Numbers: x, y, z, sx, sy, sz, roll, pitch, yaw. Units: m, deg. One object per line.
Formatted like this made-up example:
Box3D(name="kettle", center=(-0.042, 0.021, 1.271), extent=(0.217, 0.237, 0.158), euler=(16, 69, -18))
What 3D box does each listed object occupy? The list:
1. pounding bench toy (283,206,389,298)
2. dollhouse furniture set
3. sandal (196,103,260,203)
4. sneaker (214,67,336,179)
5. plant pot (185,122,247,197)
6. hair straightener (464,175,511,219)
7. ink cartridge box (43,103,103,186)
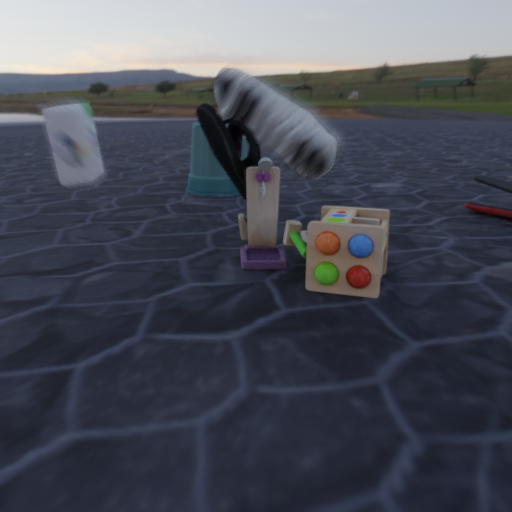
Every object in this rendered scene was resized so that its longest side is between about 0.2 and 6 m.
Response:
Box3D(name="pounding bench toy", center=(0.968, -0.094, 7.586), extent=(1.514, 0.941, 1.181), euler=(5, 18, 17))
Box3D(name="dollhouse furniture set", center=(0.831, -0.816, 8.780), extent=(2.201, 1.562, 1.744), euler=(0, 19, -3))
Box3D(name="sandal", center=(-0.247, -1.574, 8.749), extent=(0.579, 2.418, 0.909), euler=(-41, 54, -6))
Box3D(name="sneaker", center=(0.347, -2.336, 9.618), extent=(2.475, 0.930, 1.003), euler=(39, 38, -2))
Box3D(name="plant pot", center=(-0.936, -2.492, 14.167), extent=(1.752, 1.716, 1.752), euler=(0, 18, 0))
Box3D(name="hair straightener", center=(5.567, -1.207, 10.519), extent=(0.710, 1.335, 3.470), euler=(5, 12, -31))
Box3D(name="ink cartridge box", center=(-3.215, -1.998, 9.961), extent=(0.580, 1.325, 0.963), euler=(-5, 18, 2))
